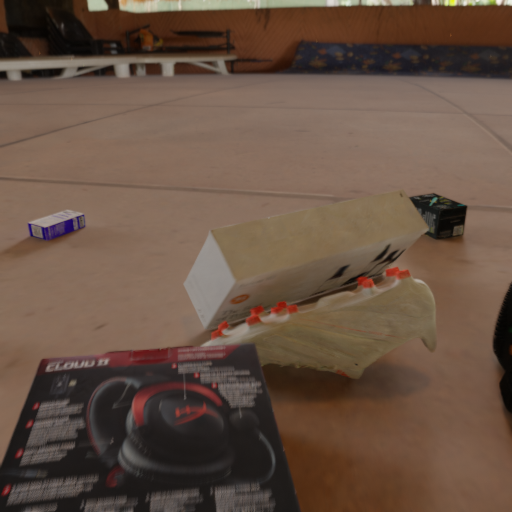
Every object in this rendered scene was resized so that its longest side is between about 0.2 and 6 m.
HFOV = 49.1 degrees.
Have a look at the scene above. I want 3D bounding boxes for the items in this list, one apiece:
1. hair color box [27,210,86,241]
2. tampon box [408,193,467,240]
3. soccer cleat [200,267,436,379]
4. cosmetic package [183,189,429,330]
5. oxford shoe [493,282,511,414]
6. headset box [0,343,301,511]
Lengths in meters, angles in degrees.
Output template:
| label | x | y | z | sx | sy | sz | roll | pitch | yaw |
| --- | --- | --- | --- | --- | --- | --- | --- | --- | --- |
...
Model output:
| label | x | y | z | sx | sy | sz | roll | pitch | yaw |
| --- | --- | --- | --- | --- | --- | --- | --- | --- | --- |
| hair color box | -3.834 | -0.598 | 10.810 | 0.517 | 0.306 | 0.945 | 14 | 28 | 31 |
| tampon box | 3.451 | -0.777 | 10.836 | 0.714 | 0.601 | 0.953 | -10 | 24 | -23 |
| soccer cleat | 0.685 | 0.964 | 6.296 | 2.739 | 1.062 | 0.949 | -17 | 2 | 5 |
| cosmetic package | 0.751 | 0.006 | 7.798 | 3.277 | 1.353 | 0.830 | -14 | 63 | -30 |
| oxford shoe | 3.275 | 1.008 | 6.320 | 0.986 | 0.849 | 2.335 | 13 | 35 | 9 |
| headset box | -0.812 | 1.672 | 4.342 | 1.981 | 1.000 | 2.666 | -3 | 23 | -8 |
